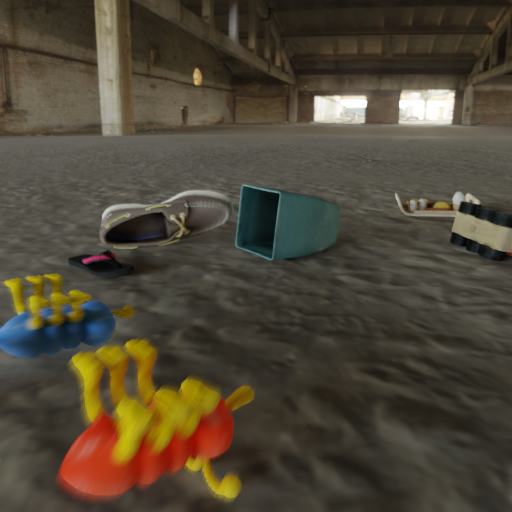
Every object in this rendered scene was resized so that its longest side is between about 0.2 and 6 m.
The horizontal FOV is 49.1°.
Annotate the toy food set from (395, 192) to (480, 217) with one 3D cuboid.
[{"bbox_3d":[4.742,-1.470,14.858,1.995,0.603,1.432,2,16,9],"label":"toy food set"}]

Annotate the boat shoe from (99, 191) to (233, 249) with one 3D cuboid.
[{"bbox_3d":[-1.779,-0.671,11.230,2.693,0.967,0.801,-7,32,-2],"label":"boat shoe"}]

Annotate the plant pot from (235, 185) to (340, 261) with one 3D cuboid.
[{"bbox_3d":[0.713,-0.675,10.949,1.761,1.244,1.244,-2,14,-36],"label":"plant pot"}]

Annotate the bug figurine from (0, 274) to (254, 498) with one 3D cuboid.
[{"bbox_3d":[-2.031,1.105,4.751,3.084,1.023,3.977,-6,14,-31],"label":"bug figurine"}]

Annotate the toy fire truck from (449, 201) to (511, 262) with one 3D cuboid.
[{"bbox_3d":[5.020,-0.551,10.886,1.847,1.188,1.626,8,13,-14],"label":"toy fire truck"}]

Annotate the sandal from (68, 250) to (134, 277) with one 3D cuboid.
[{"bbox_3d":[-2.756,0.076,9.757,1.556,0.351,0.584,12,19,37],"label":"sandal"}]
